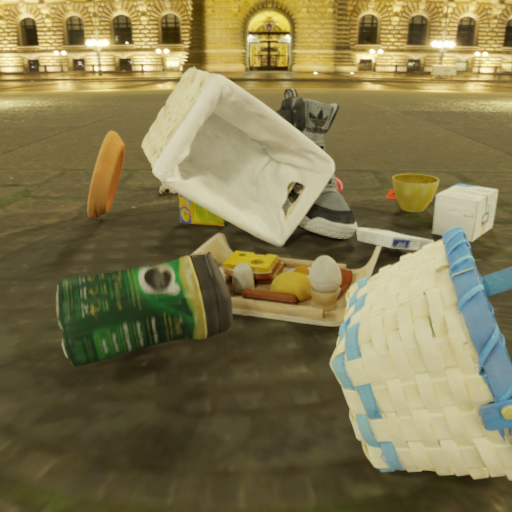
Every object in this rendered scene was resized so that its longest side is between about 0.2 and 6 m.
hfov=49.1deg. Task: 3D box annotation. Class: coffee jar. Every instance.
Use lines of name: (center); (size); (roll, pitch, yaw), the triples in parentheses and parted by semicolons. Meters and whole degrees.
coffee jar: (-1.256, 0.587, 6.470); (1.910, 0.815, 0.996); (-11, 38, -12)

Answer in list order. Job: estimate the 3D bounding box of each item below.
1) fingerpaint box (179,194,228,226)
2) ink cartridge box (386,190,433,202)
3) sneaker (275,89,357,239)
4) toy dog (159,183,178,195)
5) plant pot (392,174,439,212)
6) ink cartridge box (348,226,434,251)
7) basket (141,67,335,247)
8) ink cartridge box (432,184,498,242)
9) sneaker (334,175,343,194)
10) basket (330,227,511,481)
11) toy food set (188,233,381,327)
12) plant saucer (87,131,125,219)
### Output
fingerpaint box: (-1.088, -1.294, 11.777); (1.014, 1.215, 0.446); (5, 21, 15)
ink cartridge box: (3.871, -1.613, 13.973); (1.104, 0.315, 0.897); (11, 24, 17)
sneaker: (1.093, -2.004, 11.278); (1.336, 2.015, 3.540); (0, 39, -34)
toy dog: (-2.170, -1.721, 14.162); (0.483, 0.337, 0.469); (12, 35, 26)
plant pot: (3.602, -1.411, 12.774); (1.024, 0.727, 1.024); (-1, 21, 0)
ink cartridge box: (2.369, -0.298, 9.965); (1.111, 0.226, 1.114); (3, 10, -34)
basket: (-0.376, -1.758, 9.924); (2.842, 1.927, 1.753); (28, 10, -35)
ink cartridge box: (4.189, -0.892, 11.244); (0.846, 0.842, 1.153); (17, 27, 37)
sneaker: (0.985, -1.545, 13.116); (2.143, 0.763, 1.205); (4, 14, 25)
basket: (2.228, 0.716, 5.106); (2.792, 1.942, 2.461); (-24, 11, 25)
toy food set: (0.381, 0.146, 8.523); (2.793, 0.844, 2.004); (6, 22, 16)
plant saucer: (-3.122, -1.671, 11.804); (0.352, 1.883, 1.883); (14, 19, -8)
